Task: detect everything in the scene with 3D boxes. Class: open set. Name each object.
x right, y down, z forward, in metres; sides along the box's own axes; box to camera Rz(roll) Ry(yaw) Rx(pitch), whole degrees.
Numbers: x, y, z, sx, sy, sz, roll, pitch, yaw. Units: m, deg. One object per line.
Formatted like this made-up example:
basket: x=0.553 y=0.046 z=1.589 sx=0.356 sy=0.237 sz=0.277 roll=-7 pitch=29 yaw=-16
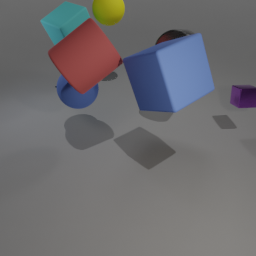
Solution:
cube: x=4.199 y=-1.147 z=10.116 sx=0.700 sy=0.700 sz=0.700 roll=-3 pitch=20 yaw=-6
ball: x=-0.841 y=-5.141 z=12.046 sx=1.400 sy=1.400 sz=1.400 roll=0 pitch=33 yaw=0
cube: x=-2.332 y=-3.995 z=11.306 sx=1.400 sy=1.400 sz=1.400 roll=32 pitch=69 yaw=35
cylinder: x=1.724 y=-2.602 z=9.490 sx=1.400 sy=1.400 sz=1.400 roll=13 pitch=22 yaw=19
cylinder: x=-1.084 y=-1.841 z=7.276 sx=1.400 sy=1.400 sz=1.400 roll=-37 pitch=37 yaw=4
ball: x=-1.700 y=-1.350 z=9.494 sx=1.400 sy=1.400 sz=1.400 roll=0 pitch=33 yaw=0
cube: x=0.977 y=-1.303 z=6.791 sx=1.400 sy=1.400 sz=1.400 roll=-29 pitch=20 yaw=-27
